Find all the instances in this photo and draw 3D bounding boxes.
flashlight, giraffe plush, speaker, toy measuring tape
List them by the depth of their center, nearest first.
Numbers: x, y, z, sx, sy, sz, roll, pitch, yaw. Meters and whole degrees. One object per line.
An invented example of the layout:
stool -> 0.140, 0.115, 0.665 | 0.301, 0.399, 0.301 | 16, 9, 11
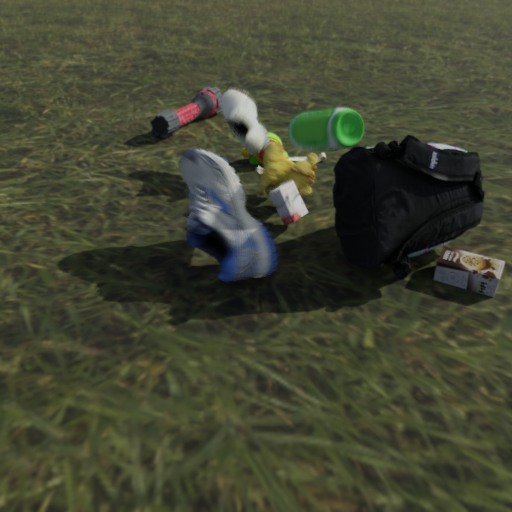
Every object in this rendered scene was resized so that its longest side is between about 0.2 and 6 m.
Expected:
speaker -> 1.323, -2.449, 10.937 | 0.772, 0.772, 1.747 | -17, 17, -23
giraffe plush -> 0.784, -1.916, 12.799 | 1.214, 1.292, 1.497 | 8, 18, 12
toy measuring tape -> 0.742, -2.884, 15.002 | 2.295, 0.844, 0.844 | -2, 35, -2
flashlight -> -2.047, -4.405, 17.109 | 0.915, 0.912, 2.693 | 16, 36, 28

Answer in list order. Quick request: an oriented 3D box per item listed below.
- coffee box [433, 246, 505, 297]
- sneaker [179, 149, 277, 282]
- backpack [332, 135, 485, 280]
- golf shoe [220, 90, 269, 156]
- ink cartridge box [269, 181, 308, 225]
coffee box -> 4.051, 0.285, 10.690 | 1.146, 0.457, 0.647 | 17, 38, 22
sneaker -> -0.824, -0.795, 10.704 | 1.276, 1.154, 2.994 | -22, 68, -30
backpack -> 3.045, -1.208, 11.141 | 3.126, 2.608, 1.979 | -15, 21, -31
golf shoe -> -0.407, -3.470, 13.901 | 2.034, 0.796, 0.989 | 59, 18, 24
ink cartridge box -> 0.705, -1.152, 12.148 | 0.328, 0.792, 0.581 | -19, 11, 44
